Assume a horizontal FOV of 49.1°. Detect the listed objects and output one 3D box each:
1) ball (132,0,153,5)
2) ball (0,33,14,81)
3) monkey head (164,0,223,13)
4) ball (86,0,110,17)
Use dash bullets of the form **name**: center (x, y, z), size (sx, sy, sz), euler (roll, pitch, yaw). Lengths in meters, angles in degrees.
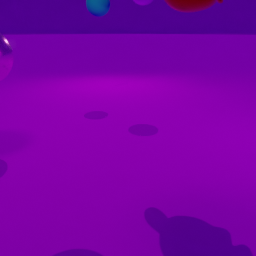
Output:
- **ball**: center (0.448, -4.101, 8.298), size (0.863, 0.863, 0.863), euler (0, 20, 0)
- **ball**: center (-3.036, -1.499, 5.803), size (1.231, 1.231, 1.231), euler (0, 20, 0)
- **monkey head**: center (0.866, -2.413, 4.023), size (1.147, 1.369, 1.903), euler (-45, 39, 2)
- **ball**: center (-1.013, -4.226, 9.521), size (0.817, 0.817, 0.817), euler (0, 20, 0)
